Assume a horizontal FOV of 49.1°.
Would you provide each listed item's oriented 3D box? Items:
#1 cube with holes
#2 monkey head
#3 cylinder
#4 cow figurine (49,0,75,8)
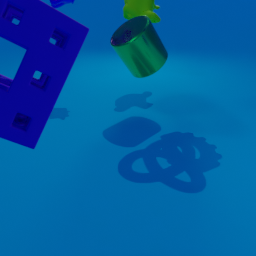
[{"bbox_3d":[-1.265,-0.689,2.751,1.174,1.174,1.174,24,5,-24],"label":"cube with holes"},{"bbox_3d":[0.526,-3.887,8.844,1.354,1.134,1.882,23,5,35],"label":"monkey head"},{"bbox_3d":[0.296,-2.047,7.138,1.113,1.113,1.113,-22,43,22],"label":"cylinder"},{"bbox_3d":[-1.770,-4.380,8.049,1.506,1.531,0.840,-25,12,-5],"label":"cow figurine"}]
